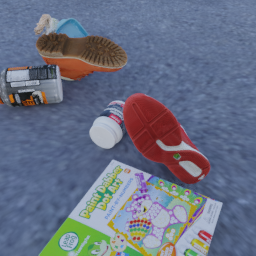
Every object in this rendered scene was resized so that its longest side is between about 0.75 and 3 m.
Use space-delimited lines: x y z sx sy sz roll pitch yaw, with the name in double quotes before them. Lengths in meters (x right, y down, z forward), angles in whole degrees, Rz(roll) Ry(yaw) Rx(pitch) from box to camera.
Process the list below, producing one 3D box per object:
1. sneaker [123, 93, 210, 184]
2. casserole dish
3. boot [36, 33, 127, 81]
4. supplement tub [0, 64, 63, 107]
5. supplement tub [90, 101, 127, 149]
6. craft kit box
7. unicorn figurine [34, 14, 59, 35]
"sneaker" 0.645 0.077 5.873 0.953 2.433 1.406 -37 28 7
"casserole dish" -1.812 -2.971 9.723 1.014 1.674 0.325 -48 25 -16
"boot" -1.302 -2.019 8.581 2.695 1.445 1.011 11 60 10
"supplement tub" -2.816 -1.186 7.929 1.790 1.097 1.097 -7 42 -7
"supplement tub" -0.383 -0.098 6.949 0.775 0.775 1.104 17 43 18
"craft kit box" 0.174 1.850 4.885 2.367 0.581 2.397 17 42 21
"unicorn figurine" -2.425 -3.352 10.265 0.787 2.131 1.464 1 71 20
